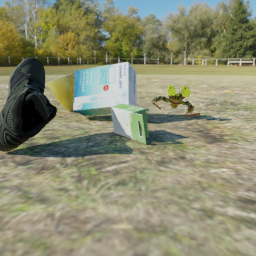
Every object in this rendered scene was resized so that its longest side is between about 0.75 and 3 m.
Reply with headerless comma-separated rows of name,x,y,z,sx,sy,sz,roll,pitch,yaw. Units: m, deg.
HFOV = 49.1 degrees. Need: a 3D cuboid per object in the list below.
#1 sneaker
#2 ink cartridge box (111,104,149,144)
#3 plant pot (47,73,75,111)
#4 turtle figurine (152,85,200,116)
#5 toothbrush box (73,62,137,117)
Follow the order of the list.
sneaker,-2.250,-0.777,6.688,1.522,1.016,2.657,-18,46,31
ink cartridge box,0.145,-0.152,7.624,0.458,0.801,1.544,-18,20,-30
plant pot,-2.235,-1.491,11.758,1.913,1.358,1.913,-17,7,2
turtle figurine,1.871,-1.056,10.347,1.940,0.625,1.564,17,-16,7
toothbrush box,-0.801,-1.326,10.018,2.123,1.555,0.906,-3,-13,19
